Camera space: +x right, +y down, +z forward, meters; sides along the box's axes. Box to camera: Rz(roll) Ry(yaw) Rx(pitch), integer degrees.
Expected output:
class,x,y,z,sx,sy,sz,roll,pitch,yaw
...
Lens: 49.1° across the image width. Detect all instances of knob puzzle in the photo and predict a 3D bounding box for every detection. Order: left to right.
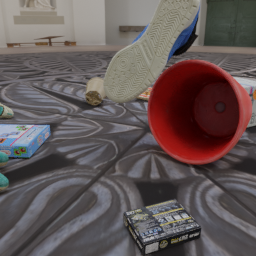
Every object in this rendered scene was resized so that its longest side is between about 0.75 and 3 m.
class,x,y,z,sx,sy,sz,roll,pitch,yaw
knob puzzle,1.003,-1.994,14.939,2.613,0.362,2.613,0,21,0

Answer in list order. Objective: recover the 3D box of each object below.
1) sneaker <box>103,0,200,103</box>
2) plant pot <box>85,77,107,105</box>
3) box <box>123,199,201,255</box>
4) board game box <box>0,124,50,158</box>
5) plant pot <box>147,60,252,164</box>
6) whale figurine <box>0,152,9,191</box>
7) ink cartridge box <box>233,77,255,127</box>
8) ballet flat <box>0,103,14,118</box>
class,x,y,z,sx,sy,sz,roll,pitch,yaw
sneaker,0.654,-1.812,6.672,1.128,2.938,1.634,37,14,12
plant pot,-1.513,-1.626,13.141,1.170,1.170,1.071,2,32,6
box,0.600,1.764,5.135,1.149,0.282,0.926,-8,24,-21
board game box,-3.823,0.347,8.657,2.308,0.422,1.745,2,21,5
plant pot,2.319,-0.514,8.170,2.739,2.739,2.423,16,15,36
whale figurine,-3.667,0.691,6.533,2.306,1.196,1.835,27,21,38
ink cartridge box,3.718,-0.912,10.323,2.180,1.584,1.577,-11,23,-27
ballet flat,-5.358,-0.743,11.569,1.882,0.635,0.587,23,2,39
